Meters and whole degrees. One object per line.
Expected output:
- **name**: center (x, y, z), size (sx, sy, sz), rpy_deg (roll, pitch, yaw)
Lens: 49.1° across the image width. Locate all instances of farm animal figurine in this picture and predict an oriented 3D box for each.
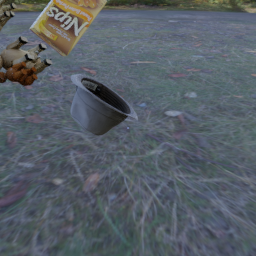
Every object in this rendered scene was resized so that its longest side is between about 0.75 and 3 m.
- **farm animal figurine**: center (-2.954, -1.916, 6.248), size (1.129, 2.246, 1.814), rpy_deg (-24, 26, 23)

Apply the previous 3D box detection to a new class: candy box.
- **candy box**: center (-1.745, -3.356, 8.316), size (2.126, 1.227, 0.588), rpy_deg (-56, 30, -7)

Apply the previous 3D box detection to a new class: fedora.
- **fedora**: center (-0.493, -0.302, 4.486), size (1.215, 0.620, 1.373), rpy_deg (27, 16, -29)
